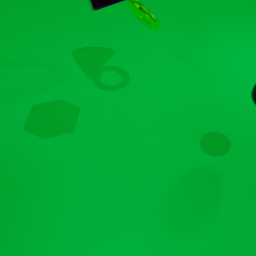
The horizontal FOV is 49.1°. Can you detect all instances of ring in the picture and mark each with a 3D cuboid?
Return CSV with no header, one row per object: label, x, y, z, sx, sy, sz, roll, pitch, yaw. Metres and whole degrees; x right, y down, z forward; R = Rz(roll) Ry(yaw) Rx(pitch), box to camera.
ring,0.456,-3.216,7.979,0.248,1.242,1.242,-49,64,11

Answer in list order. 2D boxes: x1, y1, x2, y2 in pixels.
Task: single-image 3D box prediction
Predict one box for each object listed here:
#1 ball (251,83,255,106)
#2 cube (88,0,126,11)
ball,3.420,-0.827,6.770,0.821,0.821,0.821,0,56,0
cube,-0.411,-3.074,5.702,1.032,1.032,1.032,-20,24,-2
